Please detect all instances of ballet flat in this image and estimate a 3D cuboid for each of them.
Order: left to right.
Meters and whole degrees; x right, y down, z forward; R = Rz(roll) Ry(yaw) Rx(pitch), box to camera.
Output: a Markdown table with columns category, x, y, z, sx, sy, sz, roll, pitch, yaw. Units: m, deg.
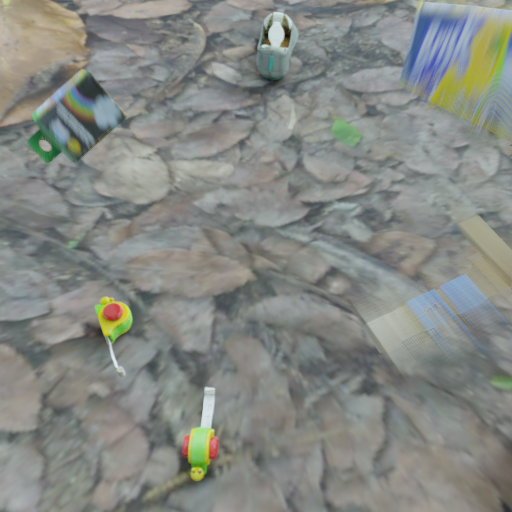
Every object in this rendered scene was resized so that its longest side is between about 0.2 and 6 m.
| category | x | y | z | sx | sy | sz | roll | pitch | yaw |
| --- | --- | --- | --- | --- | --- | --- | --- | --- | --- |
| ballet flat | 0.497 | -4.927 | 12.473 | 0.875 | 0.827 | 2.596 | 4 | 49 | 3 |

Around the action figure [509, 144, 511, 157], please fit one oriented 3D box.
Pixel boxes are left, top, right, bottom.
| category | x | y | z | sx | sy | sz | roll | pitch | yaw |
| --- | --- | --- | --- | --- | --- | --- | --- | --- | --- |
| action figure | 5.333 | -1.936 | 10.020 | 1.395 | 0.712 | 0.829 | 9 | 61 | 5 |

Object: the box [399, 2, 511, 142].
| category | x | y | z | sx | sy | sz | roll | pitch | yaw |
| --- | --- | --- | --- | --- | --- | --- | --- | --- | --- |
| box | 2.899 | -2.242 | 6.613 | 1.116 | 1.217 | 3.473 | 4 | 26 | -9 |

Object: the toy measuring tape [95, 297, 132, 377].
| category | x | y | z | sx | sy | sz | roll | pitch | yaw |
| --- | --- | --- | --- | --- | --- | --- | --- | --- | --- |
| toy measuring tape | -1.855 | 1.039 | 7.651 | 0.472 | 0.472 | 1.282 | -19 | 52 | -16 |

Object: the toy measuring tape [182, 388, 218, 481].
| category | x | y | z | sx | sy | sz | roll | pitch | yaw |
| --- | --- | --- | --- | --- | --- | --- | --- | --- | --- |
| toy measuring tape | -0.640 | 2.081 | 6.769 | 0.447 | 0.447 | 1.214 | 4 | 50 | 3 |

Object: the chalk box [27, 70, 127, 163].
| category | x | y | z | sx | sy | sz | roll | pitch | yaw |
| --- | --- | --- | --- | --- | --- | --- | --- | --- | --- |
| chalk box | -2.469 | -1.787 | 7.480 | 1.219 | 0.761 | 0.756 | -42 | 28 | -3 |

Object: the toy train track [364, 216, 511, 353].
| category | x | y | z | sx | sy | sz | roll | pitch | yaw |
| --- | --- | --- | --- | --- | --- | --- | --- | --- | --- |
| toy train track | 1.983 | 0.377 | 5.242 | 2.243 | 0.365 | 1.286 | -21 | 59 | -19 |
